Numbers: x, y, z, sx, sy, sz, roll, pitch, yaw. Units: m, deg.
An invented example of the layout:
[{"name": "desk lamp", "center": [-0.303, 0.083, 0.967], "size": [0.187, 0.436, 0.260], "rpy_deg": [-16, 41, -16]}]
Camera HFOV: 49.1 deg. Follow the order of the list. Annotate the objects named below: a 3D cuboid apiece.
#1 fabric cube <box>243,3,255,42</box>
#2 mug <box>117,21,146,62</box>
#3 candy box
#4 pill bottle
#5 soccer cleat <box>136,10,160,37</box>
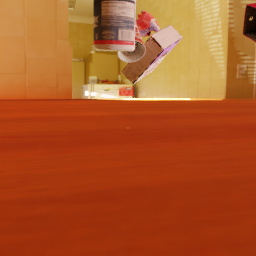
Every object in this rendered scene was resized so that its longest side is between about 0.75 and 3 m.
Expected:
[{"name": "fabric cube", "center": [4.060, -3.131, 8.179], "size": [0.945, 0.930, 0.948], "rpy_deg": [-11, 35, -3]}, {"name": "mug", "center": [-0.070, -3.235, 9.713], "size": [0.979, 1.467, 1.302], "rpy_deg": [-26, -35, 25]}, {"name": "candy box", "center": [1.019, -3.138, 12.054], "size": [1.914, 0.816, 2.282], "rpy_deg": [-43, 0, -45]}, {"name": "pill bottle", "center": [-0.347, -2.979, 7.287], "size": [1.122, 1.877, 1.122], "rpy_deg": [1, 14, 0]}, {"name": "soccer cleat", "center": [0.445, -3.929, 11.256], "size": [0.942, 0.822, 2.464], "rpy_deg": [37, -8, -16]}]
